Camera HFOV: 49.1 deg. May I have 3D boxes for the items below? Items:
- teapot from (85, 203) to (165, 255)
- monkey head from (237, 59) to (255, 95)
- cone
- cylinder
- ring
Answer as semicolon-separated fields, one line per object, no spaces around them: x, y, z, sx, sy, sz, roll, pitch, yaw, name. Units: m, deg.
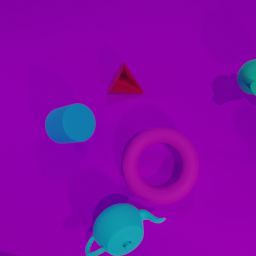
-0.082;1.923;5.244;1.573;0.978;0.770;-25;36;-13;teapot
3.032;-1.028;6.289;0.935;1.551;1.116;-29;102;23;monkey head
0.067;-1.125;7.418;0.914;0.911;0.911;27;61;-15;cone
-1.309;-0.085;6.350;0.836;0.836;0.836;-7;48;48;cylinder
0.690;0.804;6.119;1.676;0.335;1.676;-4;75;14;ring
